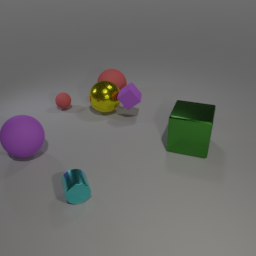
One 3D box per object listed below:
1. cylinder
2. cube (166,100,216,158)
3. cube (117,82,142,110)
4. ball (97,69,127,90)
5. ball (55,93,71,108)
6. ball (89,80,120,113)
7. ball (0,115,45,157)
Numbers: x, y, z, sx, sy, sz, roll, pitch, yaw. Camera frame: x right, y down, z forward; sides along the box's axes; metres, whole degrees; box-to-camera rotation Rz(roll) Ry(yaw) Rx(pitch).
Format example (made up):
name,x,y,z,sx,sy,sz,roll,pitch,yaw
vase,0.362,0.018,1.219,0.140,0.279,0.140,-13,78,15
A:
name,x,y,z,sx,sy,sz,roll,pitch,yaw
cylinder,-1.441,1.611,7.761,0.700,0.700,0.700,-10,32,-17
cube,2.206,0.003,9.791,1.400,1.400,1.400,10,32,16
cube,0.074,-1.312,11.496,0.700,0.700,0.700,-32,25,25
ball,-0.755,-2.091,13.240,1.400,1.400,1.400,0,31,0
ball,-2.865,-1.220,12.404,0.700,0.700,0.700,0,31,0
ball,-0.988,-1.346,12.071,1.400,1.400,1.400,0,31,0
ball,-3.479,0.263,9.254,1.400,1.400,1.400,0,31,0
